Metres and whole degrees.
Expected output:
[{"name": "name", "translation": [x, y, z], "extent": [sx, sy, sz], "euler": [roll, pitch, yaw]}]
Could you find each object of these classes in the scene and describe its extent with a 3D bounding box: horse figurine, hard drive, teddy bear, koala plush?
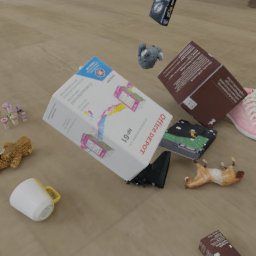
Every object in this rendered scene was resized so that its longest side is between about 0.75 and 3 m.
[{"name": "horse figurine", "translation": [2.865, 1.458, 9.157], "extent": [2.021, 0.504, 1.339], "euler": [5, 37, 7]}, {"name": "hard drive", "translation": [2.230, 0.367, 10.299], "extent": [1.565, 0.424, 2.240], "euler": [20, 26, 25]}, {"name": "teddy bear", "translation": [-4.155, 0.979, 9.873], "extent": [1.236, 0.569, 1.705], "euler": [14, 46, 30]}, {"name": "koala plush", "translation": [0.985, -3.114, 12.081], "extent": [1.084, 1.124, 1.223], "euler": [12, 5, -15]}]

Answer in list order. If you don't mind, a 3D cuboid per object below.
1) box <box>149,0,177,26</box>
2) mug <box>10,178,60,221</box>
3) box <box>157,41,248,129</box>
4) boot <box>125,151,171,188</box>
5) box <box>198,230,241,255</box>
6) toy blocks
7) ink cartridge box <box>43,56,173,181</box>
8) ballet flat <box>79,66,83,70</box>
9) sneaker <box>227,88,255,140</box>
[{"name": "box", "translation": [1.641, -5.707, 12.837], "extent": [0.357, 1.638, 1.312], "euler": [-2, 40, -29]}, {"name": "mug", "translation": [-2.571, 2.047, 8.055], "extent": [0.995, 0.970, 1.212], "euler": [32, 53, 25]}, {"name": "box", "translation": [2.945, -1.770, 11.484], "extent": [2.125, 2.104, 2.562], "euler": [33, 20, -35]}, {"name": "boot", "translation": [0.649, 1.272, 9.352], "extent": [1.387, 0.626, 1.693], "euler": [10, 40, 15]}, {"name": "box", "translation": [2.364, 3.203, 6.868], "extent": [0.616, 0.461, 1.231], "euler": [-18, 42, -23]}, {"name": "toy blocks", "translation": [-4.899, -0.733, 11.715], "extent": [1.143, 0.962, 1.068], "euler": [-27, 44, -31]}, {"name": "ink cartridge box", "translation": [-0.399, -0.242, 6.809], "extent": [2.554, 1.081, 1.846], "euler": [38, 49, -5]}, {"name": "ballet flat", "translation": [-1.895, -3.113, 15.260], "extent": [1.906, 0.541, 0.633], "euler": [23, 42, 27]}, {"name": "sneaker", "translation": [4.887, -0.714, 11.330], "extent": [1.027, 1.426, 2.728], "euler": [-9, 39, -16]}]
